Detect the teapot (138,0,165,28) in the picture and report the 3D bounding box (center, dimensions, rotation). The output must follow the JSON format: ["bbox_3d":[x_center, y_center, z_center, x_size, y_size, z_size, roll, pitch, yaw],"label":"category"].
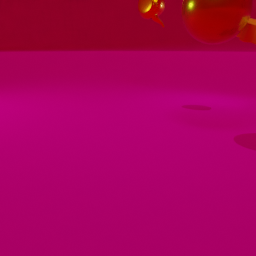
[{"bbox_3d":[0.825,-3.984,9.177,0.736,1.504,0.935,-4,-17,-42],"label":"teapot"}]

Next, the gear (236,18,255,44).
[{"bbox_3d":[3.554,-2.084,6.390,2.055,0.380,2.055,7,31,-4],"label":"gear"}]

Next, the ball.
[{"bbox_3d":[1.810,-2.444,5.774,1.386,1.386,1.386,0,17,0],"label":"ball"}]
